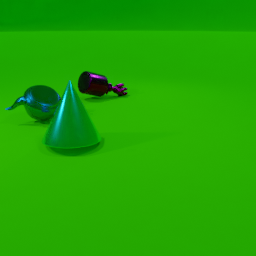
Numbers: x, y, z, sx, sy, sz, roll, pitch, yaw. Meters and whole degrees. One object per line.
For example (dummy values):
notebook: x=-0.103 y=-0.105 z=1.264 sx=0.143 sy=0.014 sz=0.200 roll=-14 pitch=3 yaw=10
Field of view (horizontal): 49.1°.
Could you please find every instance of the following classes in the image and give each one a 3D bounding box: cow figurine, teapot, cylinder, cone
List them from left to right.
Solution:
teapot: x=-2.836 y=-0.744 z=8.971 sx=1.964 sy=0.962 sz=1.221 roll=0 pitch=52 yaw=-35
cone: x=-1.487 y=-0.448 z=7.300 sx=1.569 sy=1.575 sz=1.569 roll=0 pitch=13 yaw=0
cylinder: x=-1.444 y=-1.808 z=11.545 sx=0.924 sy=0.924 sz=0.924 roll=5 pitch=12 yaw=-43
cow figurine: x=-0.545 y=-1.636 z=12.006 sx=0.898 sy=0.501 sz=0.913 roll=-7 pitch=-17 yaw=18
